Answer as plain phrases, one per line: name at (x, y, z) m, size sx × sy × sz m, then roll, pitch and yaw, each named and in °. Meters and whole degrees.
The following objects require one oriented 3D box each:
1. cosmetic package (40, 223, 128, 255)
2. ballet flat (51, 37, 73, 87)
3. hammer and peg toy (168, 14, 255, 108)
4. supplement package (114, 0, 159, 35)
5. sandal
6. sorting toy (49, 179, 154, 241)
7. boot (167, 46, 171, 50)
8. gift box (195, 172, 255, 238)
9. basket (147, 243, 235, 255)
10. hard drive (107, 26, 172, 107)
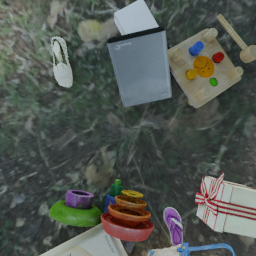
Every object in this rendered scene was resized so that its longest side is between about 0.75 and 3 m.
cosmetic package at (-1.497, 4.019, 7.961) m, size 2.869 × 1.049 × 1.485 m, roll -28°, pitch 88°, yaw 0°
ballet flat at (-2.082, -2.023, 8.527) m, size 0.575 × 0.575 × 1.603 m, roll -12°, pitch 88°, yaw -1°
hammer and peg toy at (2.437, -1.995, 8.257) m, size 2.628 × 0.927 × 1.933 m, roll -33°, pitch 89°, yaw -18°
supplement package at (0.302, -3.029, 8.483) m, size 0.974 × 0.693 × 1.250 m, roll -29°, pitch 88°, yaw -1°
sandal at (1.415, 2.967, 8.383) m, size 0.487 × 0.294 × 1.198 m, roll -17°, pitch 87°, yaw -1°
sorting toy at (-0.624, 2.067, 7.723) m, size 2.944 × 1.769 × 1.208 m, roll 9°, pitch 87°, yaw 19°
boot at (0.827, -2.193, 8.564) m, size 1.126 × 0.424 × 0.842 m, roll 21°, pitch 94°, yaw -10°
gift box at (2.775, 2.049, 7.924) m, size 1.442 × 1.425 × 1.545 m, roll 12°, pitch 84°, yaw -8°
basket at (1.707, 4.291, 7.568) m, size 2.484 × 1.728 × 2.190 m, roll -9°, pitch 89°, yaw 10°
hard drive at (0.381, -1.602, 7.681) m, size 1.477 × 2.117 × 0.348 m, roll -12°, pitch 44°, yaw 4°
